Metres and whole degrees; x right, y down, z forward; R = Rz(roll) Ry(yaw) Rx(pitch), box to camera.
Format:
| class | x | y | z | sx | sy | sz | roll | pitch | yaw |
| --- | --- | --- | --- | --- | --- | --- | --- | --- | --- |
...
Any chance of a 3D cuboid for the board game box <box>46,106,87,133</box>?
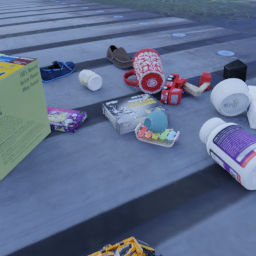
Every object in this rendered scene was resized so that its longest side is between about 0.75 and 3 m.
| class | x | y | z | sx | sy | sz | roll | pitch | yaw |
| --- | --- | --- | --- | --- | --- | --- | --- | --- | --- |
| board game box | -2.809 | -0.379 | 11.050 | 2.054 | 0.332 | 1.233 | 8 | 30 | 13 |

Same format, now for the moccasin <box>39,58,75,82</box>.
| class | x | y | z | sx | sy | sz | roll | pitch | yaw |
| --- | --- | --- | --- | --- | --- | --- | --- | --- | --- |
| moccasin | -3.673 | -3.150 | 14.782 | 0.958 | 0.812 | 2.380 | 17 | 37 | 24 |

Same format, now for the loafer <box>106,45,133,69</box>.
| class | x | y | z | sx | sy | sz | roll | pitch | yaw |
| --- | --- | --- | --- | --- | --- | --- | --- | --- | --- |
| loafer | -0.497 | -4.168 | 16.220 | 0.969 | 0.942 | 2.654 | -22 | 39 | -30 |

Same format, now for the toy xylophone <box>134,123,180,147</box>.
| class | x | y | z | sx | sy | sz | roll | pitch | yaw |
| --- | --- | --- | --- | --- | --- | --- | --- | --- | --- |
| toy xylophone | 1.060 | 0.176 | 10.072 | 1.589 | 0.399 | 1.164 | 9 | 34 | 12 |

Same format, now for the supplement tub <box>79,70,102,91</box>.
| class | x | y | z | sx | sy | sz | roll | pitch | yaw |
| --- | --- | --- | --- | --- | --- | --- | --- | --- | --- |
| supplement tub | -1.835 | -2.337 | 13.557 | 0.788 | 0.788 | 1.087 | -22 | 39 | -30 |

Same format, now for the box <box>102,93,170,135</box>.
| class | x | y | z | sx | sy | sz | roll | pitch | yaw |
| --- | --- | --- | --- | --- | --- | --- | --- | --- | --- |
| box | 0.292 | -0.630 | 11.178 | 2.202 | 0.532 | 1.744 | -15 | 36 | -21 |

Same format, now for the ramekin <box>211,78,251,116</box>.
| class | x | y | z | sx | sy | sz | roll | pitch | yaw |
| --- | --- | --- | --- | --- | --- | --- | --- | --- | --- |
| ramekin | 4.145 | -1.152 | 11.206 | 1.484 | 1.484 | 0.779 | -2 | 43 | -2 |

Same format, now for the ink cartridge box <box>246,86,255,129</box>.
| class | x | y | z | sx | sy | sz | roll | pitch | yaw |
| --- | --- | --- | --- | --- | --- | --- | --- | --- | --- |
| ink cartridge box | 5.550 | -0.841 | 11.258 | 1.383 | 0.795 | 2.361 | 7 | 34 | 11 |

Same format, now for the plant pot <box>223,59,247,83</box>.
| class | x | y | z | sx | sy | sz | roll | pitch | yaw |
| --- | --- | --- | --- | --- | --- | --- | --- | --- | --- |
| plant pot | 5.402 | -2.833 | 14.265 | 0.849 | 0.955 | 0.957 | -12 | 34 | -5 |

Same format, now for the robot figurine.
| class | x | y | z | sx | sy | sz | roll | pitch | yaw |
| --- | --- | --- | --- | --- | --- | --- | --- | --- | --- |
| robot figurine | 0.174 | 3.195 | 5.055 | 2.063 | 0.828 | 2.846 | -15 | 36 | -24 |

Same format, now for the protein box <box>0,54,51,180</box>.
| class | x | y | z | sx | sy | sz | roll | pitch | yaw |
| --- | --- | --- | --- | --- | --- | --- | --- | --- | --- |
| protein box | -4.193 | -0.491 | 8.840 | 1.917 | 2.841 | 2.820 | 10 | 35 | 16 |

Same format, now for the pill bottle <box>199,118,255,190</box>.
| class | x | y | z | sx | sy | sz | roll | pitch | yaw |
| --- | --- | --- | --- | --- | --- | --- | --- | --- | --- |
| pill bottle | 3.255 | 0.648 | 8.523 | 1.302 | 1.302 | 2.336 | -13 | 35 | -19 |

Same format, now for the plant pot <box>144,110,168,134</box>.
| class | x | y | z | sx | sy | sz | roll | pitch | yaw |
| --- | --- | --- | --- | --- | --- | --- | --- | --- | --- |
| plant pot | 0.870 | -0.185 | 9.538 | 0.543 | 0.807 | 0.807 | -7 | 31 | -38 |

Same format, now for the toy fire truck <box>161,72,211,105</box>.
| class | x | y | z | sx | sy | sz | roll | pitch | yaw |
| --- | --- | --- | --- | --- | --- | --- | --- | --- | --- |
| toy fire truck | 2.721 | -1.859 | 12.937 | 1.958 | 0.677 | 2.777 | 12 | 36 | 15 |

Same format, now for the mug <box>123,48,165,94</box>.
| class | x | y | z | sx | sy | sz | roll | pitch | yaw |
| --- | --- | --- | --- | --- | --- | --- | --- | --- | --- |
| mug | 0.897 | -2.569 | 13.737 | 1.509 | 2.007 | 2.261 | 29 | 30 | -24 |
